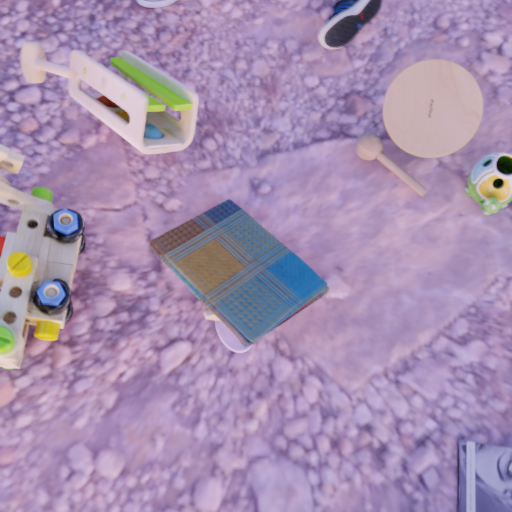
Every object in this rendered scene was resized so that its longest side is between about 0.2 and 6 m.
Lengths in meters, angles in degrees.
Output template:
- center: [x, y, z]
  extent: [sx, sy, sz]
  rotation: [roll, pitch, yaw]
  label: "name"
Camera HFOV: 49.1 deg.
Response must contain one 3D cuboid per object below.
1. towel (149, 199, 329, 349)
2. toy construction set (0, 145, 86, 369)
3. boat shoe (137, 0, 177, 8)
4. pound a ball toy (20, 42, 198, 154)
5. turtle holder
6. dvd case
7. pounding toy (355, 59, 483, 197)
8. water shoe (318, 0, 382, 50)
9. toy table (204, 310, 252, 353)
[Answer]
- center: [-0.275, 0.175, 8.849]
  extent: [1.808, 0.267, 2.465]
  rotation: [-31, 59, -31]
  label: "towel"
- center: [-3.975, 0.097, 8.405]
  extent: [2.501, 1.757, 3.814]
  rotation: [8, 80, -12]
  label: "toy construction set"
- center: [-1.643, -5.819, 11.527]
  extent: [1.867, 0.847, 0.660]
  rotation: [-23, 69, -10]
  label: "boat shoe"
- center: [-2.579, -2.660, 9.559]
  extent: [1.833, 1.194, 2.811]
  rotation: [-17, 43, -41]
  label: "pound a ball toy"
- center: [4.051, -1.269, 9.588]
  extent: [1.135, 0.806, 0.863]
  rotation: [-38, 72, -15]
  label: "turtle holder"
- center: [3.924, 3.592, 7.834]
  extent: [2.191, 0.175, 1.629]
  rotation: [8, 67, 4]
  label: "dvd case"
- center: [2.965, -2.368, 10.131]
  extent: [1.683, 1.012, 2.181]
  rotation: [36, 99, 5]
  label: "pounding toy"
- center: [1.775, -4.770, 11.309]
  extent: [1.767, 0.632, 0.697]
  rotation: [-40, 49, -19]
  label: "water shoe"
- center: [-0.320, 0.929, 8.722]
  extent: [0.935, 0.595, 1.017]
  rotation: [-22, 64, -12]
  label: "toy table"
